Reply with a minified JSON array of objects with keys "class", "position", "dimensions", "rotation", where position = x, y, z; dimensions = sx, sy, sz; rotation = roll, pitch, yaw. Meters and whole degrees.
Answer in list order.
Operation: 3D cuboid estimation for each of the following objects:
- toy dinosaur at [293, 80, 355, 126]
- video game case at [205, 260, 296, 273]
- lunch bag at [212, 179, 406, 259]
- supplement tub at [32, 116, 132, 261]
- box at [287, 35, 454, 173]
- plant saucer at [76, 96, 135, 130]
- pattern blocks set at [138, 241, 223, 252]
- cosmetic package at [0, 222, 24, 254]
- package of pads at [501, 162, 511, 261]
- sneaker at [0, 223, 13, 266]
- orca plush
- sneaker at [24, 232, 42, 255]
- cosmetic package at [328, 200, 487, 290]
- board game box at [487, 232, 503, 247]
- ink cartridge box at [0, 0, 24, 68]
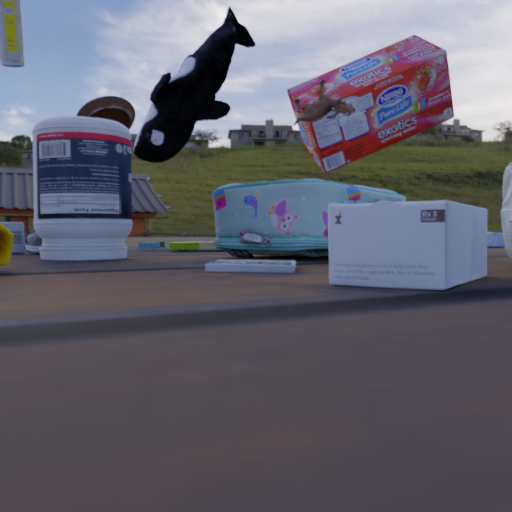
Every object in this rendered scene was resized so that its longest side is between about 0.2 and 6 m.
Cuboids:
[{"class":"toy dinosaur","position":[1.020,-2.338,9.008],"dimensions":[0.990,0.671,0.425],"rotation":[-30,-30,14]},{"class":"video game case","position":[-0.032,0.115,6.216],"dimensions":[0.936,0.103,0.853],"rotation":[1,3,5]},{"class":"lunch bag","position":[0.966,-0.574,9.319],"dimensions":[2.537,1.219,3.164],"rotation":[5,6,40]},{"class":"supplement tub","position":[-2.692,-1.003,8.735],"dimensions":[1.480,2.109,1.480],"rotation":[0,2,0]},{"class":"box","position":[2.252,-3.022,11.081],"dimensions":[2.870,1.431,1.370],"rotation":[-24,38,0]},{"class":"plant saucer","position":[-3.154,-2.834,11.845],"dimensions":[1.275,0.220,1.275],"rotation":[-20,-26,-10]},{"class":"pattern blocks set","position":[-1.207,-0.221,12.785],"dimensions":[2.638,0.214,2.319],"rotation":[1,3,30]},{"class":"cosmetic package","position":[-5.024,-0.357,11.168],"dimensions":[0.619,0.623,0.745],"rotation":[-3,3,-35]},{"class":"package of pads","position":[5.227,-0.531,5.971],"dimensions":[4.104,1.400,3.171],"rotation":[-1,3,-19]},{"class":"sneaker","position":[-3.272,-0.190,5.148],"dimensions":[0.924,0.874,2.395],"rotation":[17,13,20]},{"class":"orca plush","position":[-0.811,-2.668,9.530],"dimensions":[1.057,2.974,1.565],"rotation":[33,-21,10]},{"class":"sneaker","position":[-3.739,-0.379,10.447],"dimensions":[1.885,0.747,0.697],"rotation":[1,4,45]},{"class":"cosmetic package","position":[1.373,-0.111,4.830],"dimensions":[0.953,0.686,1.690],"rotation":[1,4,34]},{"class":"board game box","position":[5.956,-0.501,16.673],"dimensions":[2.048,0.444,2.038],"rotation":[0,2,5]},{"class":"ink cartridge box","position":[-2.865,-2.849,6.465],"dimensions":[0.298,1.268,1.253],"rotation":[-2,19,-23]}]
